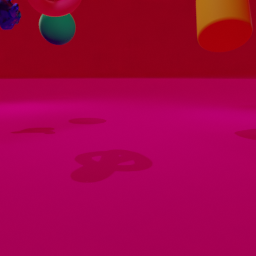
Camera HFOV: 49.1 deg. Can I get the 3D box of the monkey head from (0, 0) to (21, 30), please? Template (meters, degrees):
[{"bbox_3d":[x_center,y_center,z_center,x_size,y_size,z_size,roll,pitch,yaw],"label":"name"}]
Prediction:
[{"bbox_3d":[-3.427,-3.270,7.778,1.310,0.789,0.942,-57,15,-29],"label":"monkey head"}]

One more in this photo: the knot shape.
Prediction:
[{"bbox_3d":[-1.613,-3.180,5.222,0.843,1.825,1.707,2,0,28],"label":"knot shape"}]

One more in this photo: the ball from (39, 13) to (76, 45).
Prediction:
[{"bbox_3d":[-2.346,-3.374,9.325,1.176,1.176,1.176,0,11,0],"label":"ball"}]

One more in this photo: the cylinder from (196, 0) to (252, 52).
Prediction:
[{"bbox_3d":[2.458,-2.892,7.272,1.312,1.312,1.312,3,-21,1],"label":"cylinder"}]
